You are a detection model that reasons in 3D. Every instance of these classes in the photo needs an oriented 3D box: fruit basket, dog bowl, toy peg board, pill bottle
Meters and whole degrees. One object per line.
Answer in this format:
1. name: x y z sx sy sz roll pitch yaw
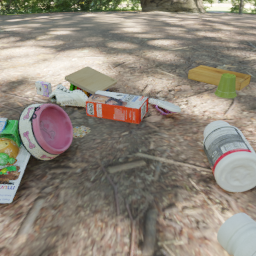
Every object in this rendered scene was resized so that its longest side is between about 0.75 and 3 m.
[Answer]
1. fruit basket: -4.113 0.816 7.823 2.576 1.304 2.781 4 35 -1
2. dog bowl: -2.408 0.056 8.563 0.665 1.805 1.805 -15 20 28
3. toy peg board: -1.835 -2.033 13.747 1.880 0.923 1.888 28 38 16
4. pill bottle: 2.532 2.459 5.052 1.048 1.048 1.833 -13 31 -22
5. pill bottle: 2.890 0.679 8.114 1.242 1.242 2.244 1 29 1

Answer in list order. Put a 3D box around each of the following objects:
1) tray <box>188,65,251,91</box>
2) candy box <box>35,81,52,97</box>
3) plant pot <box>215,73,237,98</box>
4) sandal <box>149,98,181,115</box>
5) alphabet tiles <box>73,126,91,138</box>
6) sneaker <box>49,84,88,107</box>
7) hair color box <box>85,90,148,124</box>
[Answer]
1. tray: 4.950 -2.803 15.290 2.946 0.545 1.453 23 36 35
2. candy box: -4.055 -1.892 13.477 0.773 0.648 0.276 14 31 23
3. plant pot: 4.763 -2.076 13.474 1.036 0.984 1.036 -1 28 0
4. sandal: 1.527 -0.799 11.666 0.907 0.548 2.230 8 13 -17
5. alphabet tiles: -1.813 0.138 10.393 0.698 0.027 0.839 17 33 27
6. sneaker: -2.580 -1.253 12.329 2.165 0.814 0.878 19 48 33
7. hair color box: -0.439 -0.904 11.582 2.297 0.734 1.274 8 30 18
